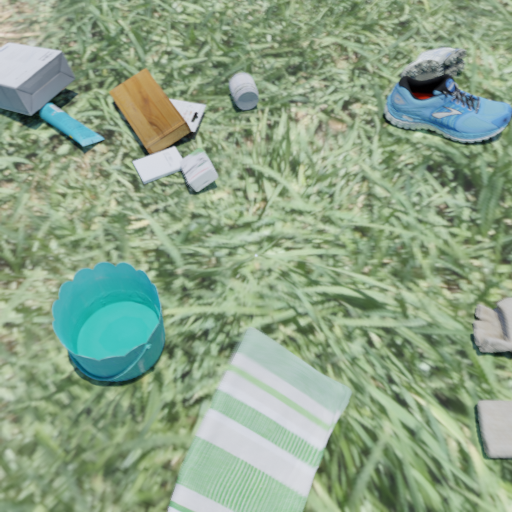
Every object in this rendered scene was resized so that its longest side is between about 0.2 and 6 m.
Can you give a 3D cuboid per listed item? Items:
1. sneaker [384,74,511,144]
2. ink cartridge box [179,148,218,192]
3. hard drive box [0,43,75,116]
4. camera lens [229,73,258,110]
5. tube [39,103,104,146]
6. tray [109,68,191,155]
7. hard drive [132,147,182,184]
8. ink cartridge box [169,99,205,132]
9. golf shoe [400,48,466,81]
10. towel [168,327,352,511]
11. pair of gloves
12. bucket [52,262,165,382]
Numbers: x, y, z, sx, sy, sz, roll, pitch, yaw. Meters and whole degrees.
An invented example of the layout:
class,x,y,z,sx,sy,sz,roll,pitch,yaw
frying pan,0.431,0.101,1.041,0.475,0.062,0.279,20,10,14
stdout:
class,x,y,z,sx,sy,sz,roll,pitch,yaw
sneaker,4.288,-3.339,12.383,2.739,1.232,1.074,10,56,7
ink cartridge box,-1.208,-1.806,11.713,0.569,0.328,0.779,-34,50,7
hard drive box,-5.495,-4.142,12.991,1.958,0.752,1.526,20,57,28
camera lens,-0.291,-3.871,13.142,0.595,0.595,0.744,-12,55,-8
tube,-4.202,-2.928,12.632,1.576,0.397,0.610,34,45,19
tray,-2.441,-3.297,12.715,1.051,0.395,2.132,-34,61,-3
hard drive,-2.088,-1.961,12.106,0.988,0.132,0.652,-23,59,-16
ink cartridge box,-1.863,-3.157,12.853,1.205,0.344,0.980,13,55,3
golf shoe,4.161,-4.612,13.720,1.933,0.757,0.940,-22,41,-21
towel,0.128,2.615,7.726,1.995,0.306,2.615,35,69,-20
pair of gloves,4.887,1.967,9.128,2.515,0.519,2.958,9,54,7
bucket,-2.375,1.147,9.312,1.837,1.195,1.837,0,55,0
